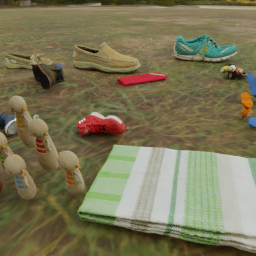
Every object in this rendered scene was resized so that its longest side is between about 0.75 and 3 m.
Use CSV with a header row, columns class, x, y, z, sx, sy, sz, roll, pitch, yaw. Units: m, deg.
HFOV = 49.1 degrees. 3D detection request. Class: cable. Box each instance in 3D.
class,x,y,z,sx,sy,sz,roll,pitch,yaw
cable,4.289,-2.395,11.202,1.016,0.527,2.092,10,29,19

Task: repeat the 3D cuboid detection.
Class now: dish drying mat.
class,x,y,z,sx,sy,sz,roll,pitch,yaw
dish drying mat,0.542,-1.871,10.591,1.821,0.166,0.699,-12,31,-22

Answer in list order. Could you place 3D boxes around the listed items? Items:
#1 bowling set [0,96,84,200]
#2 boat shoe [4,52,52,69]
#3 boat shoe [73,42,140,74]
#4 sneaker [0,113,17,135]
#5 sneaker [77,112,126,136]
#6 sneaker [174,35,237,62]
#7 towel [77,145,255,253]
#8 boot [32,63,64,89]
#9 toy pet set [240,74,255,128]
class,x,y,z,sx,sy,sz,roll,pitch,yaw
bowling set,-1.819,0.532,4.624,2.129,1.143,1.482,33,53,32
boat shoe,-4.334,-2.938,12.131,2.005,0.628,0.735,-2,28,-3
boat shoe,-0.954,-2.972,11.649,2.975,1.133,1.066,7,28,13
sneaker,-3.098,-0.110,6.934,0.686,0.361,0.949,8,17,-7
sneaker,-0.709,0.032,6.726,0.771,0.523,1.335,-33,29,-34
sneaker,3.644,-3.771,13.155,2.941,1.171,1.140,3,28,5
towel,0.890,1.051,4.806,2.939,0.451,2.193,5,25,13
boot,-2.725,-2.008,10.152,1.082,0.834,2.232,-16,30,-24
toy pet set,4.064,-0.771,7.986,2.228,1.183,2.080,-5,62,-2
